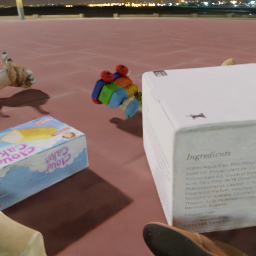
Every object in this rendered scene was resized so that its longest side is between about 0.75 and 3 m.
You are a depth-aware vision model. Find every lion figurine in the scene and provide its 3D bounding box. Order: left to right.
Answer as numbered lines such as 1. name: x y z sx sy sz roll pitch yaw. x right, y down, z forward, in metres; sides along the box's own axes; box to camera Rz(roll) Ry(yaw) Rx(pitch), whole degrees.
1. lion figurine: -4.370 -1.584 9.515 2.418 1.481 0.876 -33 60 -27

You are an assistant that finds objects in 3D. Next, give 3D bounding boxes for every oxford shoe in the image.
1. oxford shoe: 0.890 1.561 3.512 1.477 0.527 0.526 22 19 17

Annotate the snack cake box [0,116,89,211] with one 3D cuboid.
1. snack cake box: -2.050 0.607 5.131 1.329 0.776 2.311 21 33 39

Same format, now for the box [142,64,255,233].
1. box: 1.748 0.099 4.903 2.720 1.778 2.706 -5 26 -4

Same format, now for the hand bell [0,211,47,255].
1. hand bell: -0.628 1.581 2.986 2.619 1.364 1.364 13 26 1

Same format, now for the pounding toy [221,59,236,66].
1. pounding toy: 2.358 -0.992 7.470 0.943 1.644 0.940 19 -15 -18

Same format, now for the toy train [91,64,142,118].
1. toy train: 0.067 -1.177 8.462 1.352 0.989 2.337 36 36 12
